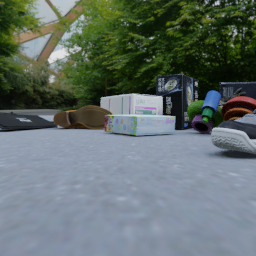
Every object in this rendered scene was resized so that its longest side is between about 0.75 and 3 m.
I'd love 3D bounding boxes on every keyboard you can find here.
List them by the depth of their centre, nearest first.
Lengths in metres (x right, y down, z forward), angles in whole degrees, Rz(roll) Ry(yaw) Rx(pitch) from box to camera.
[{"bbox_3d":[-3.685,-0.105,9.459,1.427,0.543,2.741,24,8,17],"label":"keyboard"}]

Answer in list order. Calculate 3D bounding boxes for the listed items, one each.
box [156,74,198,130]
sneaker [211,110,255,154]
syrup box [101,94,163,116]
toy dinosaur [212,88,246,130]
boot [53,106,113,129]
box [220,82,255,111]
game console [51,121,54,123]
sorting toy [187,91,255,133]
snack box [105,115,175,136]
[{"bbox_3d":[1.795,-0.875,9.869,0.930,1.769,2.160,1,3,27],"label":"box"},{"bbox_3d":[2.158,-0.331,4.045,2.349,1.337,0.886,-2,4,-26],"label":"sneaker"},{"bbox_3d":[0.006,-0.542,9.667,1.077,1.114,2.735,1,4,-26],"label":"syrup box"},{"bbox_3d":[2.830,-0.454,8.836,1.712,1.288,2.522,-16,25,-8],"label":"toy dinosaur"},{"bbox_3d":[-1.462,-0.357,9.960,2.097,0.773,1.623,2,0,3],"label":"boot"},{"bbox_3d":[5.223,-0.910,11.061,2.720,1.690,2.742,2,4,28],"label":"box"},{"bbox_3d":[-3.993,-0.254,13.437,0.880,0.106,0.519,-1,7,8],"label":"game console"},{"bbox_3d":[2.217,-0.197,6.904,2.051,0.842,1.233,-9,-45,49],"label":"sorting toy"},{"bbox_3d":[0.283,-0.098,7.372,1.262,0.507,1.497,-2,5,-35],"label":"snack box"}]
